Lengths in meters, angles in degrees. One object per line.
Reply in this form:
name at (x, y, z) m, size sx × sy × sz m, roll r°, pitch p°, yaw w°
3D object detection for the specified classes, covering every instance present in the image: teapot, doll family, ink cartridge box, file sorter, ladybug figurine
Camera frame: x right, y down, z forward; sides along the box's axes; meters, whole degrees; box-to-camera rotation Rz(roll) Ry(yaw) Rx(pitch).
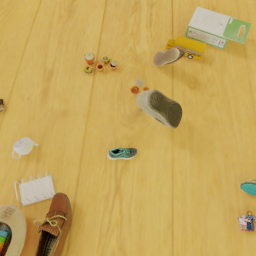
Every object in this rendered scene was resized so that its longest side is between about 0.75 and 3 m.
teapot at (-4.033, 0.783, 10.903) m, size 0.779 × 0.569 × 0.769 m, roll -10°, pitch 33°, yaw 14°
doll family at (4.390, 3.264, 9.753) m, size 1.119 × 0.504 × 0.695 m, roll 0°, pitch 69°, yaw 20°
ink cartridge box at (4.312, -4.708, 13.498) m, size 2.736 × 0.811 × 1.420 m, roll 22°, pitch 65°, yaw 11°
file sorter at (-3.362, 2.166, 10.083) m, size 1.208 × 0.752 × 0.838 m, roll -16°, pitch 64°, yaw -7°
ladybug figurine at (-4.218, 3.786, 9.160) m, size 1.739 × 0.921 × 2.562 m, roll 17°, pitch 65°, yaw 8°

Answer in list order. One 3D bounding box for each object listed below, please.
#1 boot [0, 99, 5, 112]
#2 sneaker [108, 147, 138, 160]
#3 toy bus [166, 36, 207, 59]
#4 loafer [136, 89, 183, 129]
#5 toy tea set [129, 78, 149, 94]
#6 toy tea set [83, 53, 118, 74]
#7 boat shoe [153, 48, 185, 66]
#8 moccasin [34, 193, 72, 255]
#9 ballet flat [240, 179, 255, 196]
boot at (-5.672, -0.874, 11.929) m, size 0.819 × 0.296 × 0.682 m, roll -19°, pitch 53°, yaw -8°
sneaker at (-0.202, 0.953, 10.808) m, size 1.181 × 0.539 × 0.458 m, roll -9°, pitch 64°, yaw -5°
toy bus at (2.701, -3.776, 13.095) m, size 1.781 × 0.697 × 0.580 m, roll 20°, pitch 65°, yaw 10°
loafer at (1.248, -0.784, 10.788) m, size 0.903 × 2.645 × 1.001 m, roll 20°, pitch 80°, yaw 41°
toy tea set at (0.668, -1.521, 12.136) m, size 0.752 × 0.468 × 1.265 m, roll -43°, pitch 88°, yaw 16°
toy tea set at (-1.278, -3.027, 12.770) m, size 1.639 × 0.607 × 0.975 m, roll -5°, pitch 63°, yaw -3°
boat shoe at (1.776, -3.109, 12.361) m, size 0.604 × 1.863 × 0.670 m, roll 0°, pitch 91°, yaw -27°
moccasin at (-2.556, 3.408, 9.266) m, size 0.943 × 0.995 × 2.577 m, roll 2°, pitch 64°, yaw 26°
ballet flat at (5.066, 2.217, 10.174) m, size 1.989 × 0.703 × 0.703 m, roll 16°, pitch 64°, yaw 9°
